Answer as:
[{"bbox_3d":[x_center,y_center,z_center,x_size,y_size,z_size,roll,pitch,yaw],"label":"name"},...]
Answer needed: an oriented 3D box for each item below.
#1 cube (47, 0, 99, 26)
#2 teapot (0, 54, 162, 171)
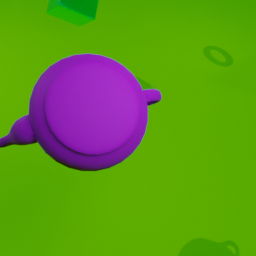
[{"bbox_3d":[-1.283,-3.072,6.634,0.906,0.906,0.906,10,2,-34],"label":"cube"},{"bbox_3d":[-0.468,-0.116,2.899,1.857,0.909,1.154,-17,87,-17],"label":"teapot"}]
